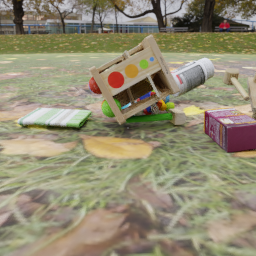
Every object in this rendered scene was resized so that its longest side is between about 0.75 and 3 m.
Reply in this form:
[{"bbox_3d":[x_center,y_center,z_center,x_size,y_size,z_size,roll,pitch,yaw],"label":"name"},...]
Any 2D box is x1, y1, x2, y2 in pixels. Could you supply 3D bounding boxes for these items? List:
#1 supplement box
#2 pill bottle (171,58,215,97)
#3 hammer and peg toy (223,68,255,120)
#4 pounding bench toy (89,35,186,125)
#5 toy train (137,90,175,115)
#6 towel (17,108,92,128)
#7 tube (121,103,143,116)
[{"bbox_3d":[2.779,-0.003,7.641,0.909,0.705,1.647,-6,19,-4],"label":"supplement box"},{"bbox_3d":[2.678,-2.209,12.094,1.953,1.112,1.112,-27,26,-15],"label":"pill bottle"},{"bbox_3d":[4.248,-0.941,8.520,2.674,0.943,1.967,10,40,9],"label":"hammer and peg toy"},{"bbox_3d":[0.258,-0.928,8.829,2.264,2.902,1.803,-30,10,-3],"label":"pounding bench toy"},{"bbox_3d":[1.207,-0.796,10.257,1.183,0.866,2.045,11,30,-25],"label":"toy train"},{"bbox_3d":[-2.376,-0.301,9.344,2.045,0.314,1.526,4,21,9],"label":"towel"},{"bbox_3d":[0.044,-0.866,10.775,0.673,0.438,1.737,-31,25,-10],"label":"tube"}]
